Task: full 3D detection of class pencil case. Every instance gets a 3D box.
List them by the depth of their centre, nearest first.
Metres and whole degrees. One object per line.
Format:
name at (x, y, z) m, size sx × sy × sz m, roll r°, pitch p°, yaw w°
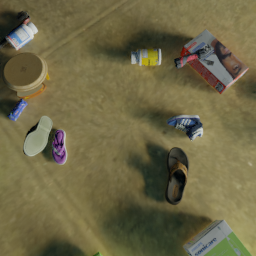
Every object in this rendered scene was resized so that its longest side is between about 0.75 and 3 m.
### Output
pencil case at (-3.855, -0.635, 9.812) m, size 0.356 × 0.320 × 0.820 m, roll 15°, pitch 69°, yaw 46°

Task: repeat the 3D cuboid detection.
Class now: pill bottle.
pill bottle at (0.658, -2.607, 10.323) m, size 1.073 × 0.597 × 0.597 m, roll -1°, pitch 72°, yaw 2°
pill bottle at (-3.995, -3.512, 10.602) m, size 1.104 × 0.620 × 0.620 m, roll -43°, pitch 77°, yaw -14°

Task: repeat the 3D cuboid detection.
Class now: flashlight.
flashlight at (2.035, -2.259, 9.160) m, size 1.009 × 0.342 × 0.343 m, roll -17°, pitch 35°, yaw 4°

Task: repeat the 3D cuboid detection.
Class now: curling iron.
curling iron at (-4.495, -3.738, 10.859) m, size 0.517 × 0.266 × 2.084 m, roll 26°, pitch 73°, yaw 8°

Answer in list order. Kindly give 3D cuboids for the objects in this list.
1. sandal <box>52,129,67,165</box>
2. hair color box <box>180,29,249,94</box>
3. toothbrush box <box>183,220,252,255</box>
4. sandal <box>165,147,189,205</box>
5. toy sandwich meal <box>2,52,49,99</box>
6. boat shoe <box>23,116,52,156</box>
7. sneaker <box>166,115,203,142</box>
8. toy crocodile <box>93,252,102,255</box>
sandal at (-2.344, 0.619, 9.425) m, size 0.503 × 0.304 × 1.237 m, roll -7°, pitch 72°, yaw -2°
hair color box at (3.110, -2.430, 10.219) m, size 1.190 × 0.686 × 2.146 m, roll -39°, pitch 77°, yaw -12°
toothbrush box at (2.770, 3.859, 8.099) m, size 1.390 × 0.822 × 1.909 m, roll -35°, pitch 76°, yaw -10°
sandal at (1.570, 1.517, 9.026) m, size 0.759 × 0.507 × 1.858 m, roll 12°, pitch 72°, yaw 4°
toy sandwich meal at (-3.644, -1.914, 10.130) m, size 1.787 × 0.612 × 1.787 m, roll 0°, pitch 69°, yaw 1°
boat shoe at (-2.537, 0.275, 7.672) m, size 0.548 × 0.487 × 1.467 m, roll 36°, pitch 37°, yaw -26°
sneaker at (1.956, 0.038, 9.515) m, size 1.200 × 0.483 × 0.878 m, roll -4°, pitch 68°, yaw -7°
toy crocodile at (-0.364, 4.760, 7.826) m, size 0.870 × 0.796 × 2.578 m, roll -28°, pitch 74°, yaw -9°
